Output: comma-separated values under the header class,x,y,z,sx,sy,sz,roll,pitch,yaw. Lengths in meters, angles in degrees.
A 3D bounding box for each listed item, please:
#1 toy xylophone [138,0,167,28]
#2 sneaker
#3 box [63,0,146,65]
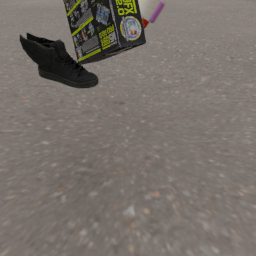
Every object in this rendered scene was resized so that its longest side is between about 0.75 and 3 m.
class,x,y,z,sx,sy,sz,roll,pitch,yaw
toy xylophone,0.595,-3.472,7.308,0.439,1.279,1.746,21,41,-23
sneaker,-1.301,-1.306,5.377,1.550,0.809,0.466,15,37,13
box,-0.746,-2.821,6.529,0.641,2.320,2.895,-18,12,-24
